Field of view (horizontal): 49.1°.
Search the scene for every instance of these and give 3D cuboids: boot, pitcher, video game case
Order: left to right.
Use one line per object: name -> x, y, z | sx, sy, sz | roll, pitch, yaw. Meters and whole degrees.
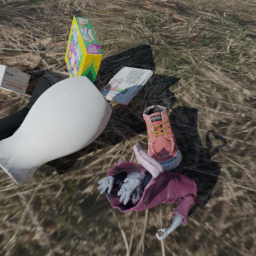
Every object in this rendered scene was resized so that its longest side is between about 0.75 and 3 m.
boot -> -3.049, -0.297, 7.554 | 0.779, 1.957, 2.374 | 43, 49, 17
pitcher -> -1.834, -0.069, 7.067 | 2.688, 1.629, 2.306 | -40, 19, -5
video game case -> -0.116, -1.480, 9.518 | 1.439, 0.187, 1.581 | -51, 38, -14

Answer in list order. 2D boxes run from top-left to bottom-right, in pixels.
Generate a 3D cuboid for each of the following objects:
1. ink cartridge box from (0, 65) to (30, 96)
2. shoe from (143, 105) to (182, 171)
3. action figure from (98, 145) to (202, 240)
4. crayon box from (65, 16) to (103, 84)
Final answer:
ink cartridge box -> -4.398, -1.764, 9.707 | 2.250, 0.763, 1.305 | 17, 2, 17
shoe -> 0.790, 0.154, 7.223 | 0.805, 1.025, 2.253 | -16, 20, 7
action figure -> 0.680, 1.115, 5.705 | 2.370, 1.765, 1.588 | 11, 28, -30
crayon box -> -1.614, -2.520, 9.895 | 0.623, 1.845, 2.138 | -1, 51, -27
